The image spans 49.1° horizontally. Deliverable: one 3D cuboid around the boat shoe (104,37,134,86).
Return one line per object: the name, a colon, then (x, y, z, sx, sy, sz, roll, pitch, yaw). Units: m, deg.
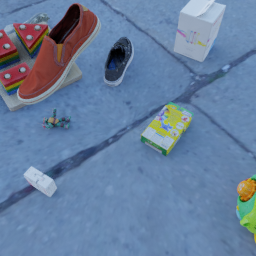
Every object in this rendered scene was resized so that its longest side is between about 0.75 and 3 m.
boat shoe: (-0.362, -2.680, 10.325, 0.883, 0.836, 2.524, 13, 55, 10)

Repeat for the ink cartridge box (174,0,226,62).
ink cartridge box: (2.639, -3.764, 10.391, 1.247, 1.992, 1.280, 26, 58, 18)

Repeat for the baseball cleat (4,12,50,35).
baseball cleat: (-4.245, -4.153, 11.443, 1.155, 0.757, 2.170, 25, 57, 16)

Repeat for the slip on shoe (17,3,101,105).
slip on shoe: (-1.620, -1.640, 6.138, 0.947, 0.782, 2.556, 36, 87, 34)

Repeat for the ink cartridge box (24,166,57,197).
ink cartridge box: (-2.340, 1.447, 7.522, 0.781, 0.572, 0.323, 27, 58, 17)

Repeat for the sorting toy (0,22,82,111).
sorting toy: (-3.462, -2.446, 9.669, 2.763, 0.967, 2.780, -31, 74, -20)

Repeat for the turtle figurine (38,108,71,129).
turtle figurine: (-2.316, -0.240, 8.797, 0.975, 0.491, 0.730, 9, 68, -12)

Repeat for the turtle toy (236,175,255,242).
turtle toy: (3.575, 1.606, 6.856, 2.506, 1.826, 1.267, -28, 38, -20)

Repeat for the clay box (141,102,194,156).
clay box: (1.244, -0.022, 8.683, 0.957, 0.396, 1.666, 31, 60, 20)
